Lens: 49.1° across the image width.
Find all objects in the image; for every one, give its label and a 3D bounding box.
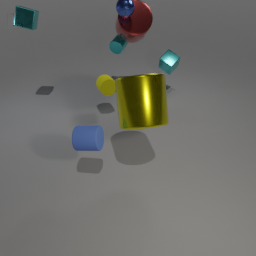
[{"bbox_3d":[-3.834,-4.162,10.602,0.700,0.700,0.700,12,20,-10],"label":"cube"},{"bbox_3d":[0.218,-4.421,11.738,1.400,1.400,1.400,-4,5,-6],"label":"cylinder"},{"bbox_3d":[-1.092,0.281,7.725,0.700,0.700,0.700,-1,32,13],"label":"cylinder"},{"bbox_3d":[-0.450,-3.999,13.379,0.700,0.700,0.700,12,48,18],"label":"cylinder"},{"bbox_3d":[-0.870,-1.731,11.298,0.700,0.700,0.700,-11,28,-17],"label":"cylinder"},{"bbox_3d":[0.392,-0.739,7.879,1.400,1.400,1.400,-6,6,1],"label":"cylinder"},{"bbox_3d":[-0.098,-4.480,10.376,0.700,0.700,0.700,0,32,0],"label":"ball"},{"bbox_3d":[1.926,-3.074,13.098,0.700,0.700,0.700,39,74,15],"label":"cube"}]
